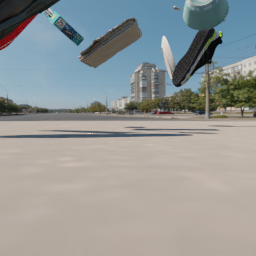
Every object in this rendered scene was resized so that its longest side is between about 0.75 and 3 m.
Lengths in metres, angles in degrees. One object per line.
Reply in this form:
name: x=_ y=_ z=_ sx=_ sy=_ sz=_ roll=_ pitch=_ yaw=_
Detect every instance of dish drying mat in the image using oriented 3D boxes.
dish drying mat: x=-2.655 y=-2.353 z=6.569 sx=2.084 sy=0.190 sz=0.800 roll=-23 pitch=17 yaw=38

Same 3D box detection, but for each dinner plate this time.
dinner plate: x=1.838 y=-2.933 z=12.484 sx=0.278 sy=2.293 sz=2.293 roll=-19 pitch=-1 yaw=7

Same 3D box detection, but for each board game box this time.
board game box: x=-2.491 y=-3.882 z=10.443 sx=1.279 sy=0.398 sz=1.694 roll=35 pitch=10 yaw=-48

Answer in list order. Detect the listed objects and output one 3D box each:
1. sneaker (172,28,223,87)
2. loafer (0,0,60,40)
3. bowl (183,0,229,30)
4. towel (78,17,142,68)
sneaker: x=2.841 y=-2.652 z=11.039 sx=1.117 sy=2.697 sz=0.967 roll=26 pitch=15 yaw=-28
loafer: x=-2.181 y=-2.232 z=4.983 sx=2.832 sy=0.891 sz=1.018 roll=-46 pitch=24 yaw=-25
bowl: x=2.285 y=-3.742 z=8.419 sx=1.392 sy=1.392 sz=0.728 roll=1 pitch=-19 yaw=23
towel: x=-0.470 y=-2.332 z=7.838 sx=1.848 sy=0.319 sz=1.224 roll=-31 pitch=-3 yaw=10
